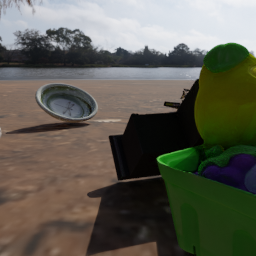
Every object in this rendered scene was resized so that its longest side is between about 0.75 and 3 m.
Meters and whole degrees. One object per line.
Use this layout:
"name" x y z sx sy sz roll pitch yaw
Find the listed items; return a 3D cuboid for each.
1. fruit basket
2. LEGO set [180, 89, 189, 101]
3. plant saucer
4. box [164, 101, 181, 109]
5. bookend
"fruit basket" 1.083 0.139 2.221 1.750 1.750 1.262 -9 16 -37
"LEGO set" 1.842 -0.911 8.621 0.286 0.656 1.010 16 41 -2
"plant saucer" -1.722 -0.619 7.822 1.720 0.432 1.720 17 34 -12
"box" 1.805 -0.725 9.530 0.873 0.208 0.843 9 1 -30
"bookend" 0.651 -0.024 3.442 1.478 0.681 1.469 -4 -32 -18
